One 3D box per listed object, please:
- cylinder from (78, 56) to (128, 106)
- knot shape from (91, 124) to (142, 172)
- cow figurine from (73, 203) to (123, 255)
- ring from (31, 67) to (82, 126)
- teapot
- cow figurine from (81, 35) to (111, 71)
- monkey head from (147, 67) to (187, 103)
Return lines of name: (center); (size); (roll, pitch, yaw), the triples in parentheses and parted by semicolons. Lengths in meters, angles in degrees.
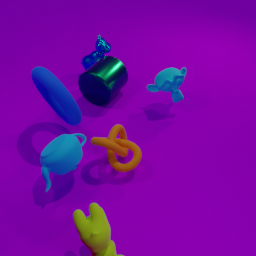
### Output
cylinder: (-0.806, -1.575, 9.292); (1.236, 1.236, 1.236); (20, 47, 20)
knot shape: (-0.213, 0.547, 7.153); (1.241, 0.613, 1.326); (50, 32, 19)
cow figurine: (-0.535, 2.092, 5.139); (0.701, 1.276, 1.256); (-21, 70, -10)
ring: (-1.930, -0.832, 7.578); (0.375, 1.873, 1.873); (-41, 55, -17)
teapot: (-1.566, 0.728, 6.712); (1.040, 0.819, 1.673); (-9, 35, 48)
cow figurine: (-1.182, -2.653, 10.238); (1.302, 1.281, 0.715); (-14, 38, 11)
monkey head: (1.347, -1.351, 8.809); (1.407, 1.012, 0.848); (-26, 24, 0)
